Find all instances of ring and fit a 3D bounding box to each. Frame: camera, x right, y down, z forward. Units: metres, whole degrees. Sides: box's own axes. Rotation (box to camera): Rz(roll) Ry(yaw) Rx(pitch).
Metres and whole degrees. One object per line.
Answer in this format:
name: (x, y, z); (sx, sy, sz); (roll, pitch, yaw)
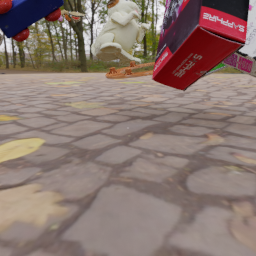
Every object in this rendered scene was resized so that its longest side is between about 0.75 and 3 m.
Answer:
ring: (0.626, -1.838, 8.250); (2.666, 0.256, 2.666); (-9, 17, 3)

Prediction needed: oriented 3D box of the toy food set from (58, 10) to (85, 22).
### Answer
toy food set: (-2.058, -3.769, 9.532); (1.054, 0.166, 0.670); (16, 49, 6)

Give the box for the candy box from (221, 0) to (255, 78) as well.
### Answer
candy box: (3.720, -2.630, 8.049); (2.983, 2.034, 0.910); (31, -12, 26)

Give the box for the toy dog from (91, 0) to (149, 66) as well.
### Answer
toy dog: (-0.269, -3.706, 10.647); (1.659, 2.377, 2.305); (20, -10, -39)

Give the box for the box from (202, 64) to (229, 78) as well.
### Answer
box: (2.818, -3.017, 10.152); (1.874, 2.124, 1.027); (-20, 3, 15)

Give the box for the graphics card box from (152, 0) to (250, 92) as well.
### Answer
graphics card box: (1.217, -2.307, 4.585); (0.750, 2.950, 1.851); (15, -14, -10)

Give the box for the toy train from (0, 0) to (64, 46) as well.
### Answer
toy train: (-2.315, -2.176, 5.059); (2.034, 1.177, 0.861); (-36, -22, -9)
